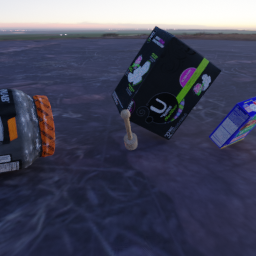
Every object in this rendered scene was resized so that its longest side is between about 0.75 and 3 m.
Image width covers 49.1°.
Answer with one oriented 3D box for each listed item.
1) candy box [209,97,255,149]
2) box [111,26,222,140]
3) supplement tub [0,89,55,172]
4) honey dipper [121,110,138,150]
[{"bbox_3d":[2.854,-0.136,7.130,1.100,1.301,0.501,-18,60,-34],"label":"candy box"},{"bbox_3d":[0.940,-1.203,7.594,1.728,2.327,1.446,25,21,-26],"label":"box"},{"bbox_3d":[-3.089,0.112,5.766,2.871,1.758,1.758,-8,23,-26],"label":"supplement tub"},{"bbox_3d":[0.016,0.061,5.741,0.301,0.301,1.584,-2,-23,4],"label":"honey dipper"}]
